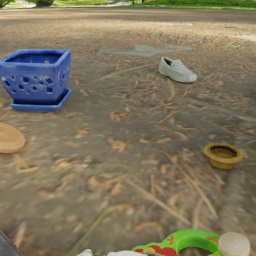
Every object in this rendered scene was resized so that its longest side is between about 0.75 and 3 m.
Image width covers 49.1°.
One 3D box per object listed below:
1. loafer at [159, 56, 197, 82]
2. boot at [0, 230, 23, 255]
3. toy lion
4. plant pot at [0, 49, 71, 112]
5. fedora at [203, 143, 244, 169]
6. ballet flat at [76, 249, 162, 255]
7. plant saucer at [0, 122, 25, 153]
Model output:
[{"bbox_3d":[2.082,-2.538,12.064,0.782,0.780,2.236,-17,33,-28],"label":"loafer"},{"bbox_3d":[-2.943,1.974,3.777,2.668,0.924,2.323,22,32,23],"label":"boot"},{"bbox_3d":[0.672,2.072,3.890,1.682,0.603,1.755,8,28,30],"label":"toy lion"},{"bbox_3d":[-2.919,-1.561,9.285,1.901,1.710,1.902,1,28,3],"label":"plant pot"},{"bbox_3d":[2.203,0.686,6.532,0.923,0.376,0.923,-2,24,1],"label":"fedora"},{"bbox_3d":[-0.321,1.894,3.690,1.850,0.654,0.654,-7,26,15],"label":"ballet flat"},{"bbox_3d":[-3.223,0.177,7.040,1.262,0.204,1.262,25,19,-9],"label":"plant saucer"}]
